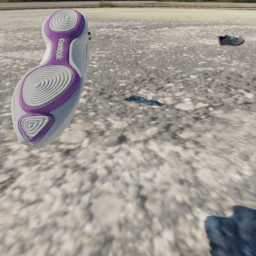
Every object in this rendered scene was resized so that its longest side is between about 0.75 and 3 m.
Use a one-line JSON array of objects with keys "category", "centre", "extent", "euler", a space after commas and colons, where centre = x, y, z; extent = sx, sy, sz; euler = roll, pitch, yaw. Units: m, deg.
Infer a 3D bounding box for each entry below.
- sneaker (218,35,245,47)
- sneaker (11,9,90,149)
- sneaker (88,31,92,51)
[{"category": "sneaker", "centre": [3.368, -2.889, 9.173], "extent": [0.836, 0.366, 0.311], "euler": [5, 67, 31]}, {"category": "sneaker", "centre": [-0.952, -0.659, 4.201], "extent": [0.876, 1.165, 2.339], "euler": [7, 59, 5]}, {"category": "sneaker", "centre": [-2.004, -3.453, 9.973], "extent": [1.772, 0.709, 0.653], "euler": [28, 50, 7]}]
